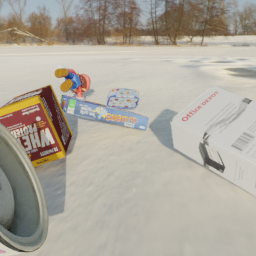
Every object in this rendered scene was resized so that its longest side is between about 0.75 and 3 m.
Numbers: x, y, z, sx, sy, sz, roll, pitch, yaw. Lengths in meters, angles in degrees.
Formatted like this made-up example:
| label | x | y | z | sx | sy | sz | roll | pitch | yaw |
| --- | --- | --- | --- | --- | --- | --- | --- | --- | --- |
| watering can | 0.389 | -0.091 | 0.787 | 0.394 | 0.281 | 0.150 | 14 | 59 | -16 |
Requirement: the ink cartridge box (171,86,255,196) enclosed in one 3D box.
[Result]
| label | x | y | z | sx | sy | sz | roll | pitch | yaw |
| --- | --- | --- | --- | --- | --- | --- | --- | --- | --- |
| ink cartridge box | 1.807 | 0.140 | 4.745 | 1.272 | 0.734 | 1.754 | -38 | 47 | -24 |

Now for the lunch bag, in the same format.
| label | x | y | z | sx | sy | sz | roll | pitch | yaw |
| --- | --- | --- | --- | --- | --- | --- | --- | --- | --- |
| lunch bag | -0.156 | -0.933 | 9.293 | 1.085 | 0.410 | 0.869 | 5 | -27 | -14 |

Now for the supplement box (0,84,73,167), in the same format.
| label | x | y | z | sx | sy | sz | roll | pitch | yaw |
| --- | --- | --- | --- | --- | --- | --- | --- | --- | --- |
| supplement box | -1.765 | -0.063 | 5.508 | 0.826 | 1.226 | 1.243 | -19 | 19 | 2 |

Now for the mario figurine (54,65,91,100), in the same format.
| label | x | y | z | sx | sy | sz | roll | pitch | yaw |
| --- | --- | --- | --- | --- | --- | --- | --- | --- | --- |
| mario figurine | -2.104 | -1.568 | 10.235 | 1.050 | 1.223 | 1.981 | 15 | 4 | 11 |

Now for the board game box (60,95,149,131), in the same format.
| label | x | y | z | sx | sy | sz | roll | pitch | yaw |
| --- | --- | --- | --- | --- | --- | --- | --- | --- | --- |
| board game box | -0.653 | -0.414 | 7.182 | 2.031 | 0.350 | 1.375 | 13 | 6 | -21 |

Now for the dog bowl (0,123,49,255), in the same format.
| label | x | y | z | sx | sy | sz | roll | pitch | yaw |
| --- | --- | --- | --- | --- | --- | --- | --- | --- | --- |
| dog bowl | -1.402 | 0.610 | 2.791 | 0.547 | 1.484 | 1.484 | -25 | 19 | -1 |
